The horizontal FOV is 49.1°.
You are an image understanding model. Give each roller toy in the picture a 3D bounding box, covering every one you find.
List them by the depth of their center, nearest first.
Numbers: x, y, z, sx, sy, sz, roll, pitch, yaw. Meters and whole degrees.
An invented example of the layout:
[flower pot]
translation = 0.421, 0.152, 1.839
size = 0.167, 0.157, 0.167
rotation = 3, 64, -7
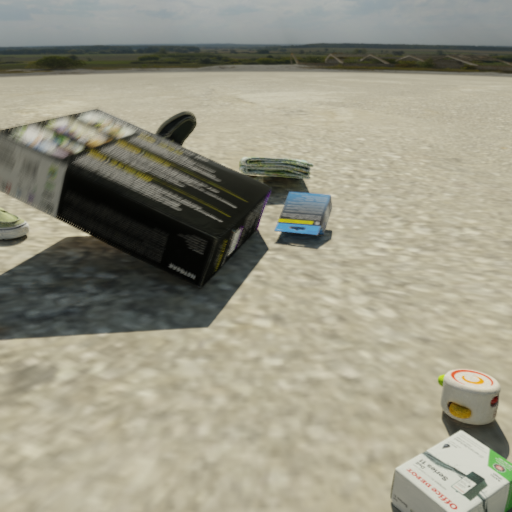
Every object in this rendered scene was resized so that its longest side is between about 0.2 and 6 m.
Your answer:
[roller toy]
translation = 2.263, 1.504, 5.925
size = 0.571, 0.437, 0.626
rotation = 3, 13, -2

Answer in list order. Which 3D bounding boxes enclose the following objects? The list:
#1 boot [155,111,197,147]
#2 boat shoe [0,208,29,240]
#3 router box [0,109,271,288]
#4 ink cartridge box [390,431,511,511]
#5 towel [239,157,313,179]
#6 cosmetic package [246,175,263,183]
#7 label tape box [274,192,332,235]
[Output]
[boot]
translation = -1.847, -2.092, 12.382
size = 0.707, 1.958, 1.479
rotation = 25, 30, -54
[boat shoe]
translation = -5.352, -0.764, 11.109
size = 1.966, 0.610, 0.708
rotation = 10, 25, 23
[router box]
translation = -2.074, -1.257, 10.130
size = 4.110, 1.049, 3.065
rotation = 26, 27, 8
[ink cartridge box]
translation = 1.720, 1.990, 4.828
size = 0.919, 0.382, 0.673
rotation = -15, 27, -31
[towel]
translation = 0.467, -2.288, 14.367
size = 1.757, 0.494, 2.053
rotation = 5, 9, -4
[cosmetic package]
translation = -0.373, -1.802, 13.916
size = 1.011, 0.359, 0.532
rotation = 9, 24, 20
[label tape box]
translation = 0.948, -0.728, 11.142
size = 0.886, 0.389, 1.228
rotation = 6, 47, 18
